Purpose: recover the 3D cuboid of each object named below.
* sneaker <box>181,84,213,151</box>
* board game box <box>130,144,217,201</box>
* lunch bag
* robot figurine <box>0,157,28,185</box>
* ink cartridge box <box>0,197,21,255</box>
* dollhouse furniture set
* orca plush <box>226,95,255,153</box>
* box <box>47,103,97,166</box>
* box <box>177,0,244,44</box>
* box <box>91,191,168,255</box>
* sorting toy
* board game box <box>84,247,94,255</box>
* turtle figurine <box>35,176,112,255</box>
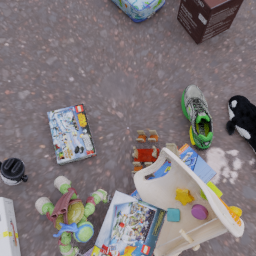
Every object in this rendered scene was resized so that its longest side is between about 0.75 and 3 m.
[{"bbox_3d":[2.566,-0.501,9.916,0.950,1.038,2.436,-10,69,-3],"label":"sneaker"},{"bbox_3d":[1.466,1.961,9.389,2.855,0.278,1.470,-40,76,-14],"label":"board game box"},{"bbox_3d":[0.385,-5.751,11.929,1.847,0.947,2.298,-42,74,-12],"label":"lunch bag"},{"bbox_3d":[-3.684,1.396,8.943,0.728,1.166,0.876,-19,71,-30],"label":"robot figurine"},{"bbox_3d":[-4.242,3.344,8.558,1.470,0.845,2.025,-16,70,-6],"label":"ink cartridge box"},{"bbox_3d":[0.928,0.914,9.496,1.505,0.784,1.522,-3,62,22],"label":"dollhouse furniture set"},{"bbox_3d":[4.344,0.024,9.712,1.528,1.033,2.905,-2,69,-1],"label":"orca plush"},{"bbox_3d":[-2.001,0.205,9.985,1.354,0.394,1.978,-15,70,-5],"label":"box"},{"bbox_3d":[3.180,-4.799,11.006,1.664,2.027,1.681,-28,71,-10],"label":"box"},{"bbox_3d":[-0.016,3.114,7.791,1.564,0.432,2.290,19,77,15],"label":"box"},{"bbox_3d":[1.413,2.005,7.935,1.598,2.990,2.692,-27,74,-45],"label":"sorting toy"},{"bbox_3d":[-0.428,4.772,8.155,2.711,0.588,2.697,-34,73,-12],"label":"board game box"},{"bbox_3d":[-1.424,2.733,8.393,2.648,2.731,1.966,25,103,47],"label":"turtle figurine"}]
